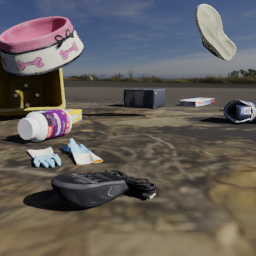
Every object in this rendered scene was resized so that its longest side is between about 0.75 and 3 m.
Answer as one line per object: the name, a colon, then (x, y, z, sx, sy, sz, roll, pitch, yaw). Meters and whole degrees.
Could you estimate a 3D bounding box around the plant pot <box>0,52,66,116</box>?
plant pot: (-4.040, -1.648, 11.331, 2.471, 2.455, 2.528, -4, -7, -21)

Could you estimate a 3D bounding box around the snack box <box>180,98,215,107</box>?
snack box: (4.057, -1.518, 16.186, 0.982, 0.332, 2.730, 8, 12, 37)

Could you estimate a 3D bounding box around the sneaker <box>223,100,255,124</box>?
sneaker: (4.379, -0.567, 9.174, 2.436, 0.854, 1.322, -1, 2, 40)

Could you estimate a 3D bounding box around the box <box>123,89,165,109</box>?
box: (0.871, -1.579, 14.730, 1.825, 0.952, 1.351, 6, 12, 32)

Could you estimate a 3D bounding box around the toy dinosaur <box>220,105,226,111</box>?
toy dinosaur: (4.585, -0.911, 13.147, 0.904, 0.214, 0.398, -5, 26, -27)

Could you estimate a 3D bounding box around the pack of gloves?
pack of gloves: (-1.259, 0.422, 5.360, 1.149, 0.270, 1.367, -4, 10, -25)

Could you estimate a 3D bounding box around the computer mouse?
computer mouse: (-0.343, 0.764, 3.409, 1.257, 0.331, 0.870, 6, 4, -41)

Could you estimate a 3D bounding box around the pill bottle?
pill bottle: (-2.009, -0.068, 6.819, 0.717, 0.717, 1.274, 5, 12, 27)

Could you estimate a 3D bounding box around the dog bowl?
dog bowl: (-2.842, -2.729, 9.001, 2.698, 0.995, 2.698, -7, 38, 6)

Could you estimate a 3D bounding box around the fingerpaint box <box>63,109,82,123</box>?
fingerpaint box: (-2.262, -0.398, 9.522, 0.996, 0.438, 1.194, 3, 10, 16)

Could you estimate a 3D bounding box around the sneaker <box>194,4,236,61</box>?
sneaker: (2.594, -3.013, 8.955, 2.111, 0.791, 0.892, 45, 2, -33)
